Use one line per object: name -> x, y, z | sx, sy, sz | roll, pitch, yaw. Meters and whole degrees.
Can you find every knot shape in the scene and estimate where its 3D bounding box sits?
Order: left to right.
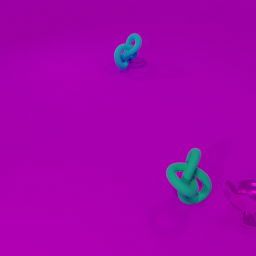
knot shape -> -0.071, -2.512, 9.527 | 0.593, 1.284, 1.201 | 37, 54, -1
knot shape -> 1.216, 1.016, 5.366 | 0.503, 1.020, 1.090 | -7, 27, 40

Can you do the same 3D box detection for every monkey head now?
monkey head -> 2.281, 1.348, 5.141 | 1.135, 0.684, 0.816 | 13, 45, 4
